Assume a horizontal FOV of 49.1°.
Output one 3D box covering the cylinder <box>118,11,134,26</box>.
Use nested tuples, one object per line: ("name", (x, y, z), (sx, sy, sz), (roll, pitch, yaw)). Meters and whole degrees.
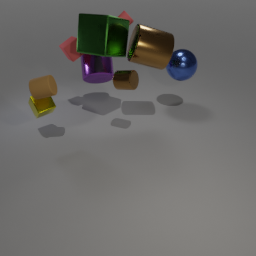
("cylinder", (-0.197, -5.317, 13.903), (0.700, 0.700, 0.700), (-42, 28, 14))

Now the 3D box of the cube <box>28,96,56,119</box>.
("cube", (-3.169, -0.862, 10.321), (0.700, 0.700, 0.700), (-26, -2, -29))

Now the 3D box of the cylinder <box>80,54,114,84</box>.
("cylinder", (-1.380, -2.855, 12.475), (1.400, 1.400, 1.400), (-6, -8, -1))

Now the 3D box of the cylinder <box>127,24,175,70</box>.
("cylinder", (0.835, -3.047, 10.606), (1.400, 1.400, 1.400), (11, 27, -15))

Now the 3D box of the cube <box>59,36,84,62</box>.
("cube", (-2.296, -3.275, 11.594), (0.700, 0.700, 0.700), (-40, 36, -8))

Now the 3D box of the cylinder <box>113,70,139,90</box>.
("cylinder", (-0.073, -1.721, 10.058), (0.700, 0.700, 0.700), (6, 29, 30))

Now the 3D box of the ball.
("ball", (2.404, -2.819, 12.563), (1.400, 1.400, 1.400), (0, 30, 0))

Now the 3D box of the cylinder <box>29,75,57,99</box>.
("cylinder", (-2.826, -1.365, 9.364), (0.700, 0.700, 0.700), (-12, 29, 8))

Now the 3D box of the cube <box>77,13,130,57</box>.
("cube", (-0.942, -3.488, 10.634), (1.400, 1.400, 1.400), (17, 19, 30))
